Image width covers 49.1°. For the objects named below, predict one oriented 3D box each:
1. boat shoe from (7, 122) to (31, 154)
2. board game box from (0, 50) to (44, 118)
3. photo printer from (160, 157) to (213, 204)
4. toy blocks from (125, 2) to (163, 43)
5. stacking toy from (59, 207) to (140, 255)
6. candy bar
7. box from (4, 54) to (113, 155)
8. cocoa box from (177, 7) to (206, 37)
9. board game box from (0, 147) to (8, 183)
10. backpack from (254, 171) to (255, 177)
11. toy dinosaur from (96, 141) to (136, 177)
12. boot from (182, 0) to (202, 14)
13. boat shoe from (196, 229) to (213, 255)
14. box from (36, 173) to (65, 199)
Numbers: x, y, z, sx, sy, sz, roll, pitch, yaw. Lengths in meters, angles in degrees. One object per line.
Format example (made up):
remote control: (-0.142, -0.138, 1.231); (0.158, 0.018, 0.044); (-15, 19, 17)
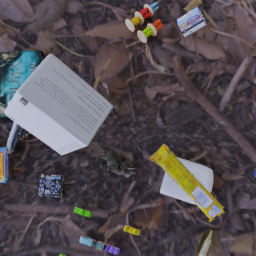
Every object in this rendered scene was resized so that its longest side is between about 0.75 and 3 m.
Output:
boat shoe: (-4.007, 0.238, 10.556); (0.756, 0.589, 1.665); (17, 93, -14)
board game box: (-4.382, -1.788, 11.240); (1.866, 0.388, 2.759); (-3, 75, -1)
photo printer: (2.177, 1.923, 10.150); (1.737, 0.603, 1.445); (17, 75, 4)
toy blocks: (0.913, -4.552, 11.865); (1.612, 0.585, 1.343); (-41, 78, -10)
stacking toy: (-0.997, 4.025, 9.672); (2.436, 0.572, 1.837); (18, 74, 7)
candy bar: (1.871, 1.724, 8.858); (0.703, 0.312, 2.820); (-40, 76, -12)
box: (-2.097, -0.536, 8.242); (2.287, 2.275, 1.495); (40, 62, -18)
cocoa box: (2.196, -3.696, 9.753); (0.829, 0.544, 0.553); (-25, 32, 25)
board game box: (-5.021, 1.329, 10.127); (1.232, 0.352, 1.259); (1, 100, -6)
backpack: (5.215, 1.465, 9.982); (1.363, 1.248, 1.002); (-23, 58, -3)
toy dinosaur: (-0.590, 1.224, 10.408); (0.922, 0.694, 1.803); (-29, 71, -19)
boot: (2.919, -5.232, 12.201); (0.772, 0.292, 0.882); (43, 78, 10)
boat shoe: (2.734, 4.013, 9.766); (0.327, 0.365, 0.985); (33, 79, -5)
box: (-2.845, 2.126, 10.299); (0.907, 0.225, 0.900); (4, 75, 1)
